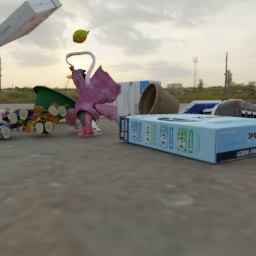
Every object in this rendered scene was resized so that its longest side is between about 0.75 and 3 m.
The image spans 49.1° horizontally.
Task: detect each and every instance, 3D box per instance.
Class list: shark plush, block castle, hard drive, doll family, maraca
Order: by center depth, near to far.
[{"bbox_3d":[-2.857,-0.191,7.975,2.420,0.950,1.399,-6,13,-21],"label":"doll family"},{"bbox_3d":[-3.431,-0.348,9.778,1.703,0.799,1.138,3,7,30],"label":"block castle"},{"bbox_3d":[-4.343,-0.498,10.364,1.936,0.879,0.806,-7,-5,16],"label":"shark plush"},{"bbox_3d":[-1.891,-3.717,11.340,0.676,0.527,0.986,-34,7,31],"label":"maraca"},{"bbox_3d":[4.258,-1.157,16.466,2.209,0.280,1.457,-4,-23,-31],"label":"hard drive"}]

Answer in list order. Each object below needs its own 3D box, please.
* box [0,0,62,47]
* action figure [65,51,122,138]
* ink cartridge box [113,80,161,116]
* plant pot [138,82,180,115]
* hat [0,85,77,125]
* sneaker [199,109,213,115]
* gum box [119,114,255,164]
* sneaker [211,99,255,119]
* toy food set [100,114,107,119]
[{"bbox_3d":[-3.245,-3.475,9.027,1.805,0.477,2.315,-30,23,22],"label":"box"},{"bbox_3d":[-1.016,-0.886,8.537,1.959,2.178,2.925,-8,37,9],"label":"action figure"},{"bbox_3d":[0.472,-1.622,15.797,1.162,1.982,2.706,-6,9,-44],"label":"ink cartridge box"},{"bbox_3d":[1.624,-1.149,13.847,1.624,1.862,1.862,16,0,-22],"label":"plant pot"},{"bbox_3d":[-3.572,-0.300,11.847,2.656,2.338,2.200,21,-19,2],"label":"hat"},{"bbox_3d":[4.611,-0.833,15.781,0.582,0.536,1.454,-8,1,-28],"label":"sneaker"},{"bbox_3d":[1.633,0.076,6.513,2.515,0.659,2.960,-4,8,-34],"label":"gum box"},{"bbox_3d":[4.444,-0.470,10.154,2.725,1.050,1.116,-1,13,-4],"label":"sneaker"},{"bbox_3d":[-1.704,-0.737,15.451,2.014,0.317,1.280,2,7,16],"label":"toy food set"}]
